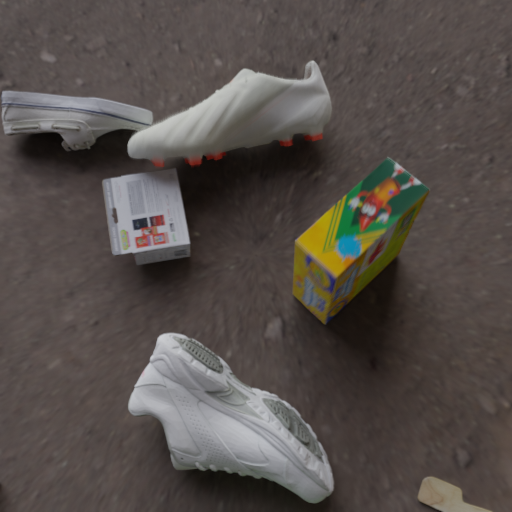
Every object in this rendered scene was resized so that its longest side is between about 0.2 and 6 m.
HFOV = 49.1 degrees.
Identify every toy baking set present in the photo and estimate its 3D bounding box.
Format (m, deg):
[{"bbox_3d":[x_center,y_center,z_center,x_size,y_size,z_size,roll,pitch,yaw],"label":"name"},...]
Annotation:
[{"bbox_3d":[3.024,4.117,6.693,2.219,0.336,2.891,-6,71,-2],"label":"toy baking set"}]

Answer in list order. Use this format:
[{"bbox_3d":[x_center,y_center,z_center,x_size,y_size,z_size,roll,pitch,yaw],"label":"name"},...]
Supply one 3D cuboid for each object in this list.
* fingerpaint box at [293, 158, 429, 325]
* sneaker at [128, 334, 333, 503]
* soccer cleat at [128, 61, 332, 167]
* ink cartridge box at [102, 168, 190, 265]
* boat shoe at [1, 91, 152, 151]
[{"bbox_3d":[1.263,-0.115,7.297,1.605,1.924,0.706,-42,71,-13],"label":"fingerpaint box"},{"bbox_3d":[-0.362,2.275,7.090,2.834,1.104,1.408,36,97,7],"label":"sneaker"},{"bbox_3d":[-0.409,-2.094,8.345,3.120,1.081,1.210,-13,103,-10],"label":"soccer cleat"},{"bbox_3d":[-1.594,-0.555,8.164,1.090,0.521,1.242,-9,71,-9],"label":"ink cartridge box"},{"bbox_3d":[-2.772,-2.016,8.656,2.326,0.825,0.812,5,98,-2],"label":"boat shoe"}]
